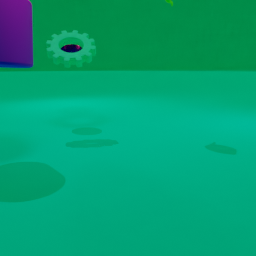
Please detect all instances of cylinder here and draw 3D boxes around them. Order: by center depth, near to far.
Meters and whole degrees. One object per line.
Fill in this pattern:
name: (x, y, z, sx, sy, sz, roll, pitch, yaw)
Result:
cylinder: (-2.494, -1.831, 5.398, 1.249, 1.249, 1.249, 2, 9, 0)

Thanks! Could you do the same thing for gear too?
gear: (-1.518, -2.142, 7.524, 1.283, 0.237, 1.283, 3, 53, -4)

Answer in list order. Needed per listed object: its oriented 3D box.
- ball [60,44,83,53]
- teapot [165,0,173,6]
ball: (-1.859, -2.529, 8.828, 0.904, 0.904, 0.904, 0, 13, 0)
teapot: (1.146, -3.808, 7.485, 0.716, 1.152, 0.564, 26, 47, 28)
